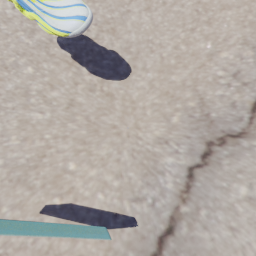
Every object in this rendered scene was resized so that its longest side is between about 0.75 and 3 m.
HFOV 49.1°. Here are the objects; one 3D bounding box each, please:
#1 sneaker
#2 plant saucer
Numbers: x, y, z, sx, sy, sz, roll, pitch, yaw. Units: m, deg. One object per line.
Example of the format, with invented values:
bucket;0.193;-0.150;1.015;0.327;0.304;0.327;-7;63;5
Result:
sneaker;-2.154;-3.065;6.186;2.913;1.530;1.103;31;88;20
plant saucer;-1.744;1.759;4.917;2.900;1.014;0.275;16;67;-32
